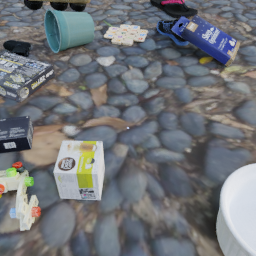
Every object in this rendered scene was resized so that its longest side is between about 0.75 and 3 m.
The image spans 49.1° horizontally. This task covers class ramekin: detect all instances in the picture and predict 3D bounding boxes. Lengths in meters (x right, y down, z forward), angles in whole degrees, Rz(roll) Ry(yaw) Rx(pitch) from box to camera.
[{"bbox_3d":[2.444,1.637,4.622,1.984,0.967,1.984,0,42,0],"label":"ramekin"}]

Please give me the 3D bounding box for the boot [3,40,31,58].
[{"bbox_3d":[-3.970,-2.734,9.868,1.048,0.388,0.859,2,43,-3],"label":"boot"}]

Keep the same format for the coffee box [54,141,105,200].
[{"bbox_3d":[-0.936,0.838,5.589,0.831,0.840,0.839,1,42,2],"label":"coffee box"}]

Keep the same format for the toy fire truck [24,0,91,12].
[{"bbox_3d":[-1.000,-2.234,3.735,0.950,0.694,1.079,-8,72,-23],"label":"toy fire truck"}]

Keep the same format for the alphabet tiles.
[{"bbox_3d":[-0.072,-3.700,11.106,1.612,0.120,1.648,8,43,10],"label":"alphabet tiles"}]

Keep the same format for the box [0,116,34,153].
[{"bbox_3d":[-2.729,0.149,6.642,0.847,0.441,0.771,-6,43,-7],"label":"box"}]

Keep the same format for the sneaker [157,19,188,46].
[{"bbox_3d":[1.768,-3.934,10.888,0.677,0.752,1.930,-21,47,-21],"label":"sneaker"}]

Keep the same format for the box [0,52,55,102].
[{"bbox_3d":[-3.516,-1.637,8.575,1.970,0.484,1.588,19,44,19],"label":"box"}]

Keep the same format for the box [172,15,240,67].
[{"bbox_3d":[2.732,-3.164,9.727,2.317,0.375,1.403,32,48,2],"label":"box"}]

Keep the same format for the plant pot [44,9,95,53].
[{"bbox_3d":[-2.063,-3.548,10.084,1.426,1.456,1.456,-19,45,-30],"label":"plant pot"}]

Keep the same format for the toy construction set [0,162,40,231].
[{"bbox_3d":[-2.516,1.210,5.146,1.945,0.896,1.275,9,19,-1],"label":"toy construction set"}]

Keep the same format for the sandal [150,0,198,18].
[{"bbox_3d":[2.039,-5.828,13.029,1.108,0.665,2.949,-24,47,-24],"label":"sandal"}]
